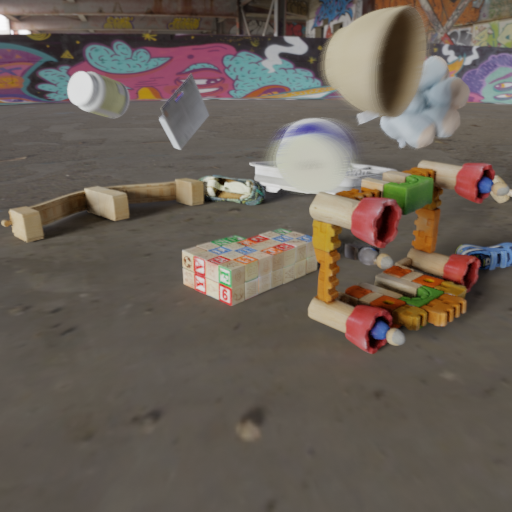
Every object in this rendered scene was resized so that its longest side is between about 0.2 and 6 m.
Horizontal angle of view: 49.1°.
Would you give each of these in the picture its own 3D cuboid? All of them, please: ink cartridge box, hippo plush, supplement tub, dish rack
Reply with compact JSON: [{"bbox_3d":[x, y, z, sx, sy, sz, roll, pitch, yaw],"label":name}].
[{"bbox_3d":[-1.325,-2.597,10.065,0.201,0.991,0.989,21,63,28],"label":"ink cartridge box"},{"bbox_3d":[3.410,-2.998,12.370,2.342,1.865,1.883,-16,-15,8],"label":"hippo plush"},{"bbox_3d":[-3.541,-3.626,12.618,0.861,0.861,1.188,11,6,27],"label":"supplement tub"},{"bbox_3d":[1.915,-2.158,15.763,3.232,0.820,3.766,14,17,30],"label":"dish rack"}]

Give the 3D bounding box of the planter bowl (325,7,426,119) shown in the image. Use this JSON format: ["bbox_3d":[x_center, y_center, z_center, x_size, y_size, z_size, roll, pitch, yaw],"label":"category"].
[{"bbox_3d":[1.725,-2.947,8.518,1.056,1.570,1.570,20,28,37],"label":"planter bowl"}]

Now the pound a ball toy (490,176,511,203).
[{"bbox_3d":[7.686,-1.499,14.296,2.057,1.340,3.155,-31,23,7],"label":"pound a ball toy"}]

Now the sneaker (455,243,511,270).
[{"bbox_3d":[4.588,0.045,10.881,1.308,0.484,0.538,-4,18,15],"label":"sneaker"}]

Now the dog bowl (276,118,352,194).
[{"bbox_3d":[0.988,-1.695,9.627,1.246,1.246,0.491,7,47,18],"label":"dog bowl"}]

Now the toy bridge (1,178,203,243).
[{"bbox_3d":[-3.854,-1.333,14.254,5.073,0.690,1.705,-17,24,-38],"label":"toy bridge"}]

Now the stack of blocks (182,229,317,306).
[{"bbox_3d":[-0.073,0.093,10.414,2.283,0.669,1.315,-19,27,-41],"label":"stack of blocks"}]

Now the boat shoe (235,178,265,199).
[{"bbox_3d":[-0.590,-1.941,16.020,1.729,0.592,0.622,10,22,25],"label":"boat shoe"}]

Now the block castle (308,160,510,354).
[{"bbox_3d":[2.431,-0.102,8.623,3.452,2.306,1.619,-20,29,-41],"label":"block castle"}]

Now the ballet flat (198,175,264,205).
[{"bbox_3d":[-0.876,-1.896,15.453,2.250,0.835,0.835,6,21,20],"label":"ballet flat"}]
